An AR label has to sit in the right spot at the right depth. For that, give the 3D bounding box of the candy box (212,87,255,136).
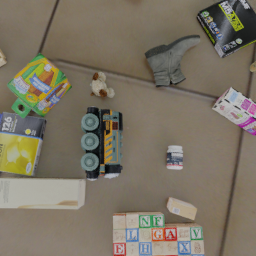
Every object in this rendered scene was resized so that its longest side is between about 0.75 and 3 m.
[{"bbox_3d":[4.228,-0.577,10.288,1.929,1.315,0.588,34,79,6],"label":"candy box"}]

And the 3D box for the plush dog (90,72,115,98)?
[{"bbox_3d":[-1.111,-1.561,10.641,0.893,0.956,1.113,-29,86,-2],"label":"plush dog"}]

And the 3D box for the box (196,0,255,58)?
[{"bbox_3d":[4.220,-4.212,11.429,2.072,0.510,2.146,-27,80,-2],"label":"box"}]

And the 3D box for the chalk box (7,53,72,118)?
[{"bbox_3d":[-3.405,-1.384,10.424,1.362,1.352,2.182,40,81,8],"label":"chalk box"}]

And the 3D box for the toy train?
[{"bbox_3d":[-0.942,0.536,10.220,1.542,1.153,2.706,1,78,-9],"label":"toy train"}]

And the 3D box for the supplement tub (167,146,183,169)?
[{"bbox_3d":[1.728,1.096,10.328,0.581,0.581,0.828,4,78,1],"label":"supplement tub"}]

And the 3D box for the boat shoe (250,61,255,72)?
[{"bbox_3d":[5.194,-2.584,11.234,0.289,0.247,0.788,42,82,8],"label":"boat shoe"}]

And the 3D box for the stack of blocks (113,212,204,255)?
[{"bbox_3d":[0.991,3.810,9.624,2.997,0.878,1.726,-1,79,0],"label":"stack of blocks"}]

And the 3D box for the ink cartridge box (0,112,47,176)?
[{"bbox_3d":[-4.350,0.548,10.431,2.215,0.520,2.189,8,78,-2],"label":"ink cartridge box"}]

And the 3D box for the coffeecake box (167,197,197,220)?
[{"bbox_3d":[1.840,2.765,9.723,0.834,1.086,0.397,17,84,4],"label":"coffeecake box"}]

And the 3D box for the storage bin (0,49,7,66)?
[{"bbox_3d":[-6.151,-2.985,10.977,1.946,0.912,1.932,-34,80,-7],"label":"storage bin"}]

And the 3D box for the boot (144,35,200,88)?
[{"bbox_3d":[1.933,-2.590,11.061,2.479,0.839,1.619,-24,96,-13],"label":"boot"}]

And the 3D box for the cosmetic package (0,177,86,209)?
[{"bbox_3d":[-2.940,2.230,9.678,2.758,1.451,0.980,1,80,2],"label":"cosmetic package"}]
